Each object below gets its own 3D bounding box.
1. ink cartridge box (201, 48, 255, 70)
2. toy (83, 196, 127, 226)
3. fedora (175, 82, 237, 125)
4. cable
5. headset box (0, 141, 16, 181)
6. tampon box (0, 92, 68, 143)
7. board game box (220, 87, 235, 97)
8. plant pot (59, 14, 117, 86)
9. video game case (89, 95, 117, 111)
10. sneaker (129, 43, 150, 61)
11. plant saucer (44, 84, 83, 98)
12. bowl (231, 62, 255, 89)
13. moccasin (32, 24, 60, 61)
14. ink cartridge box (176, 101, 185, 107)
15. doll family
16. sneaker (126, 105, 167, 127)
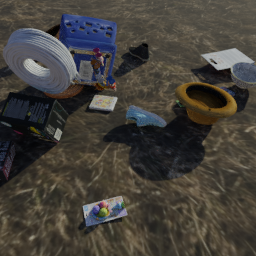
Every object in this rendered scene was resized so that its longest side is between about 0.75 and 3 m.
[{"bbox_3d":[5.122,-3.418,14.540,2.117,0.604,1.721,-17,44,-9],"label":"ink cartridge box"},{"bbox_3d":[-0.678,2.326,8.085,1.189,0.281,0.684,-10,42,-12],"label":"toy"},{"bbox_3d":[2.975,-0.874,11.090,2.485,1.013,2.485,5,38,-4],"label":"fedora"},{"bbox_3d":[-2.962,-2.174,9.459,2.405,2.405,0.833,11,59,10],"label":"cable"},{"bbox_3d":[-4.450,1.135,9.220,1.106,0.574,1.487,-3,42,-4],"label":"headset box"},{"bbox_3d":[-3.349,-0.370,10.076,1.832,1.373,1.156,11,72,13],"label":"tampon box"},{"bbox_3d":[4.186,-1.609,12.583,0.910,0.281,0.909,-26,48,-26],"label":"board game box"},{"bbox_3d":[-1.861,-3.339,12.726,2.542,2.542,2.285,3,46,-16],"label":"plant pot"},{"bbox_3d":[-1.063,-1.089,12.114,1.019,0.117,0.927,7,41,8],"label":"video game case"},{"bbox_3d":[0.637,-4.339,15.283,0.587,0.834,1.570,-29,49,-29],"label":"sneaker"},{"bbox_3d":[-3.030,-2.019,13.047,1.864,0.301,1.864,0,42,0],"label":"plant saucer"},{"bbox_3d":[5.419,-2.308,12.980,1.530,0.718,1.530,3,49,-3],"label":"bowl"},{"bbox_3d":[-4.597,-4.612,15.145,1.078,1.138,2.947,41,66,19],"label":"moccasin"},{"bbox_3d":[2.659,-1.253,12.155,1.045,0.310,0.543,-13,43,-14],"label":"ink cartridge box"},{"bbox_3d":[-0.773,-1.463,7.490,0.582,0.801,1.291,-25,85,-1],"label":"doll family"},{"bbox_3d":[0.673,-0.275,10.967,1.639,0.606,0.672,23,76,17],"label":"sneaker"}]
